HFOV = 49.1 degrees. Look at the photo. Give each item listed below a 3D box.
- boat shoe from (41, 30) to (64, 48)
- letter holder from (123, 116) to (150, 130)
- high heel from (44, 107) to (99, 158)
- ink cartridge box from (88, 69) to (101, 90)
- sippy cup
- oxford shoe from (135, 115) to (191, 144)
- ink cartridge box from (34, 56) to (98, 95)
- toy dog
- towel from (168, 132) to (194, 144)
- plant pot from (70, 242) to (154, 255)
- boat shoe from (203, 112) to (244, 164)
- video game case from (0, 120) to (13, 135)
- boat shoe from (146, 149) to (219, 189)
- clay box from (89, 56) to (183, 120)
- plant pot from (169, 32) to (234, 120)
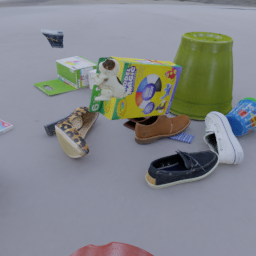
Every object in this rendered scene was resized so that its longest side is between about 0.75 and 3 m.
[{"bbox_3d":[-2.947,-3.454,10.842,0.510,0.655,1.442,-13,26,-36],"label":"boat shoe"},{"bbox_3d":[0.392,-0.289,10.187,1.046,0.526,0.744,22,38,34],"label":"letter holder"},{"bbox_3d":[-1.346,-0.028,9.134,2.054,1.029,2.881,-25,29,-26],"label":"high heel"},{"bbox_3d":[-1.247,-2.391,13.435,0.523,0.906,1.240,19,35,37],"label":"ink cartridge box"},{"bbox_3d":[3.996,-0.311,9.711,1.129,1.540,1.209,-29,68,-24],"label":"sippy cup"},{"bbox_3d":[1.248,-0.156,9.583,2.251,0.802,0.803,-18,26,-27],"label":"oxford shoe"},{"bbox_3d":[-3.038,-2.620,13.720,2.744,1.039,2.028,-21,36,-33],"label":"ink cartridge box"},{"bbox_3d":[-0.384,-1.046,5.998,0.829,0.855,0.596,1,15,20],"label":"toy dog"},{"bbox_3d":[1.831,0.312,9.597,0.783,0.093,0.567,14,31,21],"label":"towel"},{"bbox_3d":[-0.295,2.833,3.187,2.420,2.420,2.354,3,22,6],"label":"plant pot"},{"bbox_3d":[2.812,0.205,8.938,0.805,0.887,2.411,-2,31,-6],"label":"boat shoe"},{"bbox_3d":[-5.111,0.132,9.822,1.207,0.147,1.689,19,35,29],"label":"video game case"},{"bbox_3d":[1.542,0.996,7.650,2.248,0.700,0.838,-13,35,-16],"label":"boat shoe"},{"bbox_3d":[0.271,-1.101,7.861,2.753,1.582,0.655,-9,33,-43],"label":"clay box"},{"bbox_3d":[2.927,-2.246,11.174,2.940,2.831,2.940,2,29,-1],"label":"plant pot"}]
